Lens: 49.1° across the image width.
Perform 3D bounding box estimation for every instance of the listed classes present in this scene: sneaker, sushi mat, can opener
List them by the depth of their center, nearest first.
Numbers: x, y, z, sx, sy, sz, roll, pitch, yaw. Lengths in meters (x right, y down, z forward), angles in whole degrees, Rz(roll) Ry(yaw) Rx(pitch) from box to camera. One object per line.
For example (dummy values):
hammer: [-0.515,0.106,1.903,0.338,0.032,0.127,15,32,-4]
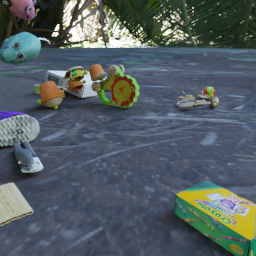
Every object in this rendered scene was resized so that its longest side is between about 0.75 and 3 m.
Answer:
sushi mat: [-2.112,1.282,4.884,0.561,0.071,1.174,-14,24,-34]
can opener: [-2.279,0.544,6.262,0.429,0.538,1.609,-10,22,-27]
sneaker: [-3.691,0.005,7.470,2.573,0.895,1.280,-1,14,-16]

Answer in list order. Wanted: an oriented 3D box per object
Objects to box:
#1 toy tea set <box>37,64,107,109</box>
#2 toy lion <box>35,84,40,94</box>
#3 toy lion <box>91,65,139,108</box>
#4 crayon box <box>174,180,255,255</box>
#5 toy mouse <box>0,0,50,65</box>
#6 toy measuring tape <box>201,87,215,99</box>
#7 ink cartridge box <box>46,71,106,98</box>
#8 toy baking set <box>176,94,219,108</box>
toy tea set: [-2.109,-1.516,10.839,2.784,1.030,1.655,-25,-6,15]
toy lion: [-3.792,-1.871,13.411,1.248,0.428,1.196,6,13,17]
toy lion: [-0.416,-1.452,10.785,1.724,1.652,0.592,-35,-11,34]
crayon box: [1.452,1.330,4.262,0.789,0.387,1.329,-14,24,-34]
toy mouse: [-2.601,-2.545,6.635,0.548,2.834,2.518,-6,-13,30]
toy measuring tape: [3.552,-1.644,12.518,0.523,0.523,1.422,0,20,0]
ink cartridge box: [-2.119,-2.166,13.379,2.252,0.791,2.771,23,17,26]
toy baking set: [2.786,-1.012,11.177,1.626,0.246,2.118,2,19,14]
